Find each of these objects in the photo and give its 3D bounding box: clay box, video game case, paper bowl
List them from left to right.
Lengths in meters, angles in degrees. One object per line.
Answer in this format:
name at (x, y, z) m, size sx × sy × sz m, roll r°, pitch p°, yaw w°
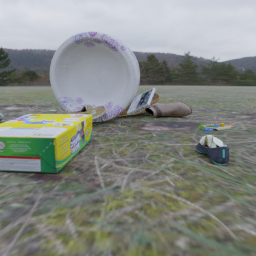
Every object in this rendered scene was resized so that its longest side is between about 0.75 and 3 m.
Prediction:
clay box at (-1.642, 0.148, 5.518) m, size 1.507 × 0.624 × 2.623 m, roll 1°, pitch 10°, yaw 7°
paper bowl at (-0.991, -1.682, 9.133) m, size 2.769 × 2.769 × 1.440 m, roll 2°, pitch 18°, yaw 11°
video game case at (0.390, -0.767, 8.073) m, size 0.757 × 0.097 × 0.833 m, roll -24°, pitch 27°, yaw 35°

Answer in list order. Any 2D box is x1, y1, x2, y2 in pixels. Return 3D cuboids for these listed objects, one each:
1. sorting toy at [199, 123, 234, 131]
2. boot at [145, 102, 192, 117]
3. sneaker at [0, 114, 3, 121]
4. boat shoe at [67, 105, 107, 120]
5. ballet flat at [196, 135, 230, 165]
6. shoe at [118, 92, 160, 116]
sorting toy at (2.538, -0.067, 8.030) m, size 1.104 × 0.150 × 0.622 m, roll -6°, pitch 12°, yaw -31°
boot at (1.405, -0.617, 10.254) m, size 1.151 × 0.553 × 1.574 m, roll -12°, pitch 14°, yaw -25°
sneaker at (-4.555, -0.362, 8.968) m, size 1.163 × 0.433 × 0.506 m, roll 1°, pitch 6°, yaw 1°
boat shoe at (-1.209, -0.458, 8.318) m, size 1.323 × 0.439 × 0.490 m, roll -27°, pitch 23°, yaw -38°
ballet flat at (1.555, 0.342, 5.161) m, size 0.415 × 0.415 × 1.137 m, roll -1°, pitch 10°, yaw -5°
shoe at (0.214, -0.797, 10.795) m, size 2.727 × 0.728 × 0.953 m, roll -18°, pitch 51°, yaw -43°
